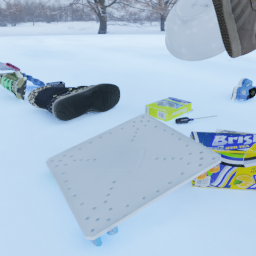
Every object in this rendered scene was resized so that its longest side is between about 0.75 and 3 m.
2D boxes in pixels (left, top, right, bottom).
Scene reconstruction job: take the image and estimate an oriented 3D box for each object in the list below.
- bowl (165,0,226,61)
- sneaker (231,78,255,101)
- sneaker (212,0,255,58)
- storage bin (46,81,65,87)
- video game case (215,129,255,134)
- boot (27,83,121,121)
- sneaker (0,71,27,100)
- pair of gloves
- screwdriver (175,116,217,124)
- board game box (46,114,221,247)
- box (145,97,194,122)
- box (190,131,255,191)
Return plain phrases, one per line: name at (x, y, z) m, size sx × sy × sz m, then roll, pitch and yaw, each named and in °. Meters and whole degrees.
bowl at (2.121, -3.318, 8.410) m, size 2.489 × 1.119 × 2.489 m, roll -14°, pitch 57°, yaw 22°
sneaker at (5.019, -1.552, 11.849) m, size 0.845 × 0.745 × 1.896 m, roll 21°, pitch 38°, yaw 26°
sneaker at (2.316, -2.679, 5.883) m, size 0.870 × 2.304 × 0.812 m, roll -20°, pitch 28°, yaw 5°
storage bin at (-3.343, -1.912, 12.993) m, size 0.785 × 0.368 × 0.531 m, roll -15°, pitch 27°, yaw -29°
video game case at (3.156, 0.443, 7.558) m, size 1.625 × 0.190 × 1.478 m, roll 8°, pitch 24°, yaw 18°
boot at (-1.956, -1.174, 10.321) m, size 2.223 × 1.063 × 2.944 m, roll 18°, pitch 29°, yaw 41°
sneaker at (-4.905, -1.797, 11.632) m, size 1.146 × 0.995 × 2.586 m, roll 2°, pitch 18°, yaw -31°
pair of gloves at (-5.202, -2.503, 12.775) m, size 2.242 × 0.318 × 2.789 m, roll 14°, pitch -7°, yaw 39°
screwdriver at (2.306, -0.287, 9.309) m, size 1.554 × 0.217 × 0.226 m, roll -4°, pitch 54°, yaw -11°
board game box at (-0.048, 0.761, 5.749) m, size 2.740 × 0.354 × 2.740 m, roll -26°, pitch 31°, yaw -19°
box at (1.527, -0.728, 10.118) m, size 1.665 × 0.397 × 1.015 m, roll -22°, pitch 32°, yaw -40°
box at (2.771, 0.709, 5.961) m, size 2.860 × 0.919 × 1.002 m, roll 3°, pitch 23°, yaw 5°
